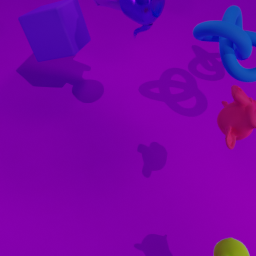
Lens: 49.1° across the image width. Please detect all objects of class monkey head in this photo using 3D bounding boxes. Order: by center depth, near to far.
[{"bbox_3d":[1.460,2.013,4.185,0.731,1.016,0.612,-31,73,19],"label":"monkey head"},{"bbox_3d":[1.842,-0.254,4.844,0.891,0.747,1.239,42,37,-22],"label":"monkey head"}]

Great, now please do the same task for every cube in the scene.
[{"bbox_3d":[-1.984,-2.745,7.830,1.251,1.251,1.251,-4,34,21],"label":"cube"}]

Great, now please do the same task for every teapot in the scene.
[{"bbox_3d":[0.232,-2.522,5.478,0.824,1.682,1.046,15,48,26],"label":"teapot"}]

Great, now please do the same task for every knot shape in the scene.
[{"bbox_3d":[2.450,-2.098,6.650,1.929,0.953,2.062,10,50,-28],"label":"knot shape"}]

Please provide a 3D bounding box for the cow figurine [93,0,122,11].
[{"bbox_3d":[-0.538,-3.440,6.198,1.515,0.845,1.540,21,89,21],"label":"cow figurine"}]
